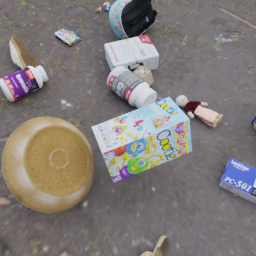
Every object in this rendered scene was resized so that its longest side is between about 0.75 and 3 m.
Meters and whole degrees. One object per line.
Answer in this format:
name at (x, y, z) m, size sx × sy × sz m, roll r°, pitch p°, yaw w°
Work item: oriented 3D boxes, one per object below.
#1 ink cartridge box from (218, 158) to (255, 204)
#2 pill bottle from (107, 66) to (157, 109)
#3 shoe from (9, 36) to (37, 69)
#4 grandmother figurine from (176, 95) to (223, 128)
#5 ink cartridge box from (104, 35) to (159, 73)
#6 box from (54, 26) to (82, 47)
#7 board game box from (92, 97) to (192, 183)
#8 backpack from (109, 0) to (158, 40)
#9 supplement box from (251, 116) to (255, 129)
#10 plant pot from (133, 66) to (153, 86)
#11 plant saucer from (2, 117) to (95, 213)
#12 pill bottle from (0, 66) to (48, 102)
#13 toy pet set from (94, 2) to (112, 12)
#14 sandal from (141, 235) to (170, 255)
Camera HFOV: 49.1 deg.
ink cartridge box at (4.293, 1.959, 9.437) m, size 2.173 × 0.480 × 1.021 m, roll 25°, pitch 59°, yaw 15°
pill bottle at (0.158, -1.590, 11.413) m, size 1.099 × 1.099 × 1.930 m, roll -39°, pitch 64°, yaw -23°
shoe at (-4.853, -3.223, 12.830) m, size 0.648 × 0.849 × 2.428 m, roll -45°, pitch 60°, yaw 23°
grandmother figurine at (2.736, -0.715, 11.202) m, size 1.935 × 0.586 × 1.173 m, roll 34°, pitch 39°, yaw 24°
ink cartridge box at (0.133, -3.230, 12.632) m, size 2.086 × 0.864 × 1.520 m, roll -16°, pitch 58°, yaw -10°
box at (-2.973, -4.534, 13.885) m, size 1.158 × 0.218 × 0.791 m, roll 39°, pitch 65°, yaw 23°
board game box at (0.423, 0.328, 8.199) m, size 2.516 × 1.296 × 1.319 m, roll -21°, pitch 39°, yaw -7°
backpack at (0.104, -5.335, 13.430) m, size 1.645 × 1.939 × 2.185 m, roll 19°, pitch 60°, yaw 38°
supplement box at (5.901, 0.233, 10.034) m, size 1.391 × 1.383 × 2.541 m, roll -16°, pitch 58°, yaw -10°
plant pot at (0.592, -2.182, 12.049) m, size 0.788 × 0.698 × 0.788 m, roll 37°, pitch 64°, yaw 21°
plant saucer at (-2.103, 0.971, 8.236) m, size 2.910 × 0.515 × 2.910 m, roll 15°, pitch 65°, yaw -35°
pill bottle at (-4.319, -1.910, 11.667) m, size 1.815 × 1.020 × 1.020 m, roll -32°, pitch 62°, yaw -19°
toy pet set at (-1.250, -6.363, 15.045) m, size 0.808 × 0.429 × 0.754 m, roll 2°, pitch 49°, yaw 42°
sandal at (0.626, 3.860, 8.264) m, size 0.532 × 0.593 × 1.617 m, roll 1°, pitch 38°, yaw 44°
